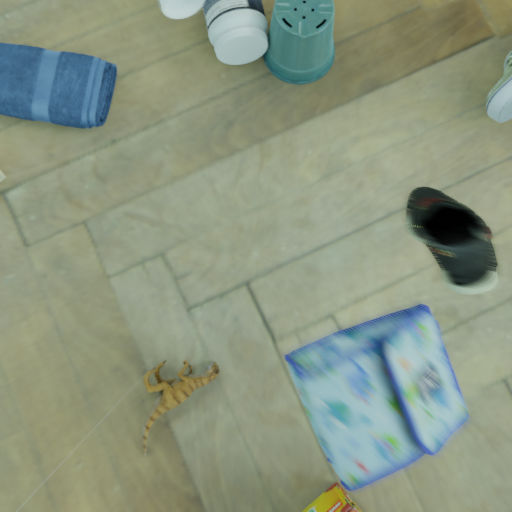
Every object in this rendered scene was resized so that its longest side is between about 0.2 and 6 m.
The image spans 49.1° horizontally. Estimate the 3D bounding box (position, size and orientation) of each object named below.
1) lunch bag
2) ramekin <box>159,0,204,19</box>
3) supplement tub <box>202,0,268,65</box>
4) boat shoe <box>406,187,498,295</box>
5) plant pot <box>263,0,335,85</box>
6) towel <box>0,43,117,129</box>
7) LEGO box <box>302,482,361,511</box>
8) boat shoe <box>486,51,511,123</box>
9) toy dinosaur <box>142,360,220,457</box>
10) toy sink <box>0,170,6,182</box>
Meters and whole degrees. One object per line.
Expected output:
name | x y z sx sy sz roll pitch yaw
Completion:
lunch bag | 1.606 1.726 7.151 1.953 1.245 1.661 -23 98 -7
ramekin | -1.200 -4.109 8.799 0.718 0.718 0.350 -23 80 -4
supplement tub | -0.426 -4.688 10.799 1.151 1.151 1.641 -11 79 -2
boat shoe | 2.721 -0.468 8.017 0.929 2.539 0.795 -17 118 9
plant pot | 0.847 -4.250 10.581 1.465 1.435 1.465 0 79 1
towel | -4.084 -3.265 10.813 2.580 0.626 1.440 10 80 1
LEGO box | 0.792 4.827 8.748 2.351 1.751 0.907 -39 82 -6
boat shoe | 5.317 -3.680 10.809 2.943 1.060 0.913 -40 65 -15
toy dinosaur | -1.549 2.454 9.779 2.008 0.607 1.067 -40 83 -6
toy sink | -5.448 -1.497 10.487 1.094 0.613 0.713 -38 82 -6
